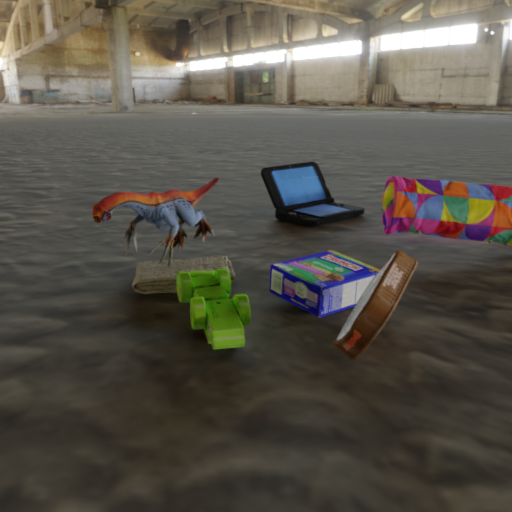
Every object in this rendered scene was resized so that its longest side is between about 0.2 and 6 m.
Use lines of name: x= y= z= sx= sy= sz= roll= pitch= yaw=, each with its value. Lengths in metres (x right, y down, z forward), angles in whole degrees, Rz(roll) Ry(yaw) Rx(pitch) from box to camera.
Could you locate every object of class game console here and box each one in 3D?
game console: x=1.181 y=-1.313 z=11.518 sx=1.718 sy=1.000 sz=1.511 roll=-15 pitch=22 yaw=-39

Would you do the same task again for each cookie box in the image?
cookie box: x=0.881 y=0.321 z=7.124 sx=1.102 sy=0.414 sz=0.943 roll=-12 pitch=24 yaw=-38

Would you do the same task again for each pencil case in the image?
pencil case: x=3.231 y=-0.694 z=9.147 sx=2.363 sy=1.044 sz=1.044 roll=8 pitch=17 yaw=-1

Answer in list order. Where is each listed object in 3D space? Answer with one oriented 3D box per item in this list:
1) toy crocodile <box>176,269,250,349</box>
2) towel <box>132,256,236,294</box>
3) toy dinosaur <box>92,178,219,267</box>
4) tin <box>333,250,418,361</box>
toy crocodile: x=-0.501 y=0.579 z=6.326 sx=0.618 sy=0.566 sz=1.832 roll=-5 pitch=22 yaw=-18
towel: x=-0.990 y=0.257 z=7.764 sx=1.374 sy=0.237 sz=0.911 roll=-3 pitch=17 yaw=-7
toy dinosaur: x=-1.562 y=-0.694 z=8.409 sx=1.107 sy=2.109 sz=1.914 roll=-9 pitch=-30 yaw=26
tin: x=1.210 y=0.461 z=5.642 sx=0.297 sy=0.794 sz=1.418 roll=39 pitch=43 yaw=4
